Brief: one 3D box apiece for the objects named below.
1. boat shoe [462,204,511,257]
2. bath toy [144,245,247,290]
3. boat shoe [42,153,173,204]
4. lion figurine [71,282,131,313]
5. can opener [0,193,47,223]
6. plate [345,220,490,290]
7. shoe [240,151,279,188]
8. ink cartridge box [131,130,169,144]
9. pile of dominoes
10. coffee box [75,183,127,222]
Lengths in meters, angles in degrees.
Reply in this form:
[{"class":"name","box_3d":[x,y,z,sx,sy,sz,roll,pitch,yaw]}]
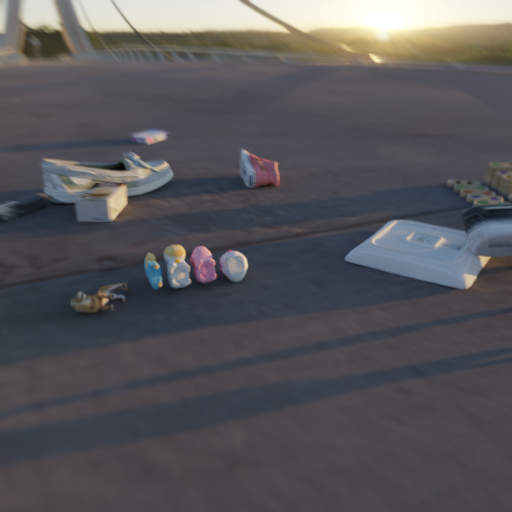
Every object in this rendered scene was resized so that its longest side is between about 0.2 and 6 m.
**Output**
[{"class":"boat shoe","box_3d":[4.007,-0.457,7.938,2.206,0.795,0.782,2,57,-12]},{"class":"bath toy","box_3d":[-0.786,0.130,7.432,1.324,0.576,0.489,-4,0,-19]},{"class":"boat shoe","box_3d":[-2.878,-1.636,11.084,2.578,0.827,0.950,-12,26,-27]},{"class":"lion figurine","box_3d":[-1.894,0.510,6.873,0.468,0.277,0.765,-2,8,14]},{"class":"can opener","box_3d":[-4.278,-0.879,9.976,0.385,0.307,1.152,15,26,21]},{"class":"plate","box_3d":[2.465,-0.132,8.276,1.767,0.286,1.763,15,27,30]},{"class":"shoe","box_3d":[0.056,-1.869,12.069,0.690,0.542,1.517,-2,28,-9]},{"class":"ink cartridge box","box_3d":[-3.018,-3.422,16.069,0.590,0.208,0.989,14,30,30]},{"class":"pile of dominoes","box_3d":[5.107,-1.218,10.602,2.197,0.449,2.818,0,23,-1]},{"class":"coffee box","box_3d":[-2.760,-0.973,10.054,0.606,0.423,1.060,1,23,2]}]
